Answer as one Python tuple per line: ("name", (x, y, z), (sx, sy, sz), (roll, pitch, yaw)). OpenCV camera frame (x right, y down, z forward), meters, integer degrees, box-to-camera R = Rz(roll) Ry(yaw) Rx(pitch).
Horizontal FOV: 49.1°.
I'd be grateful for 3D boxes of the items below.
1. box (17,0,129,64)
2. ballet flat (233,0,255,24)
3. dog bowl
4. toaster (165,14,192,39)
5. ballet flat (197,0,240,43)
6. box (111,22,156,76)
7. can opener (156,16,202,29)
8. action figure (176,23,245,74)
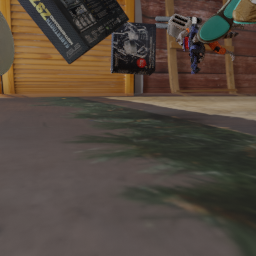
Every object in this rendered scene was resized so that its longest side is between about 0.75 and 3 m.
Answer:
("box", (-1.273, -3.055, 6.658), (0.739, 2.284, 2.897), (-27, 20, 31))
("ballet flat", (3.149, -2.475, 5.822), (1.840, 0.666, 0.624), (6, 32, 3))
("dog bowl", (-4.479, -2.606, 8.106), (0.963, 2.445, 2.445), (-7, 6, 16))
("toaster", (1.650, -3.270, 9.053), (0.931, 0.529, 0.601), (30, -14, 13))
("ballet flat", (2.434, -2.725, 7.229), (0.611, 1.814, 0.578), (44, -9, 5))
("box", (0.181, -2.895, 10.334), (1.569, 1.723, 0.897), (1, -1, -7))
("can opener", (1.849, -3.937, 10.573), (1.865, 0.491, 0.620), (19, 23, 37))
("action figure", (2.248, -2.403, 8.077), (1.712, 0.926, 1.770), (11, -31, 10))
